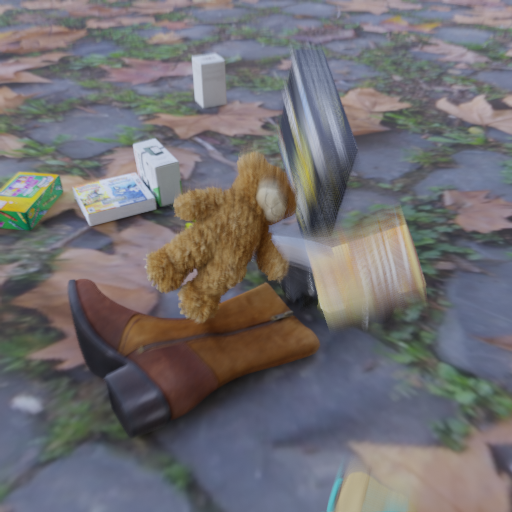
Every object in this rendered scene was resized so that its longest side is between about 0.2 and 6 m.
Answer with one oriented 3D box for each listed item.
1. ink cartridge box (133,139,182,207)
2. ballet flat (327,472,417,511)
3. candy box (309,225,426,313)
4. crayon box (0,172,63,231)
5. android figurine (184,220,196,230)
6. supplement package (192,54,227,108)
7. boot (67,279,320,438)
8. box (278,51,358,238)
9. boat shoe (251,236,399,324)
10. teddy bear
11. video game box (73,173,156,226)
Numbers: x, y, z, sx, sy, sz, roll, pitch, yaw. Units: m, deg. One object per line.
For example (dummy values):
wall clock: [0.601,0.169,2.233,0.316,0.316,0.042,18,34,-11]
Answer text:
ink cartridge box: [-1.968,-1.674,11.214,0.519,0.901,1.235,-20,39,-22]
ballet flat: [1.016,2.418,4.624,0.678,2.151,0.738,8,57,20]
candy box: [1.106,0.146,5.648,1.034,0.286,0.597,-17,70,17]
crayon box: [-4.458,-1.077,10.783,0.875,0.429,1.473,5,36,7]
android figurine: [-0.703,-0.537,10.221,1.112,0.228,1.012,7,36,11]
supplement package: [-1.260,-4.716,15.115,0.709,1.213,0.711,-16,39,-21]
boot: [-0.944,0.836,7.728,2.817,0.965,2.652,-21,41,-28]
box: [0.924,-1.821,9.153,0.596,1.957,2.428,-1,53,-11]
boat shoe: [0.839,0.317,8.370,2.898,0.960,1.013,15,10,38]
teddy bear: [-0.347,-0.242,7.359,2.380,1.725,0.794,-31,4,-12]
video game box: [-2.782,-1.136,10.983,1.327,0.311,1.209,-18,37,-23]
